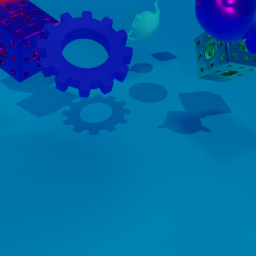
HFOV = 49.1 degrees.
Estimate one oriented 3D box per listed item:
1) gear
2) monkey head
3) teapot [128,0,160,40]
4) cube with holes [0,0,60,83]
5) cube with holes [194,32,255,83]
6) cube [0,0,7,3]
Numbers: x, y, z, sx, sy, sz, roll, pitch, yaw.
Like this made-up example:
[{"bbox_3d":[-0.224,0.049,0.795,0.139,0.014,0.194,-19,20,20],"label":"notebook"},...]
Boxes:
[{"bbox_3d":[-0.891,-1.589,5.901,1.932,0.357,1.932,4,67,-9],"label":"gear"},{"bbox_3d":[1.674,-1.937,4.220,1.742,1.253,1.050,27,58,-31],"label":"monkey head"},{"bbox_3d":[0.550,-3.362,8.932,1.479,0.724,0.920,-42,34,18],"label":"teapot"},{"bbox_3d":[-2.458,-2.039,6.429,1.178,1.178,1.178,36,49,9],"label":"cube with holes"},{"bbox_3d":[2.335,-1.771,6.638,1.023,1.023,1.023,1,-11,-27],"label":"cube with holes"},{"bbox_3d":[-3.397,-3.437,6.689,1.323,1.323,1.323,11,71,59],"label":"cube"}]
